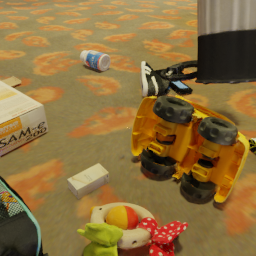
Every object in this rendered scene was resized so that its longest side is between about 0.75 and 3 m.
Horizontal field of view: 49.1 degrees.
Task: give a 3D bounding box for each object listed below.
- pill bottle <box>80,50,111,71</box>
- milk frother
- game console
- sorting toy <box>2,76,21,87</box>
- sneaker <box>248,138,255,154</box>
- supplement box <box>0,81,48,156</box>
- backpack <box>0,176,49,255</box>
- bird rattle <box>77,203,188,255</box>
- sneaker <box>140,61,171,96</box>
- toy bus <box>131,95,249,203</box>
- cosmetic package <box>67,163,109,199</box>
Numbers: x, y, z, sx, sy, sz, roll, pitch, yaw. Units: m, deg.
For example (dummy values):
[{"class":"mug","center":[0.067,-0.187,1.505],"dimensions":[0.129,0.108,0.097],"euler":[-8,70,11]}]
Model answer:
[{"class":"pill bottle","center":[-1.494,-3.061,12.546],"dimensions":[1.320,0.741,0.741],"euler":[23,41,32]},{"class":"milk frother","center":[2.053,-2.537,7.242],"dimensions":[2.867,2.697,2.588],"euler":[2,12,23]},{"class":"game console","center":[1.900,-1.921,11.325],"dimensions":[1.258,0.257,2.134],"euler":[-14,38,-19]},{"class":"sorting toy","center":[-4.804,-1.778,11.240],"dimensions":[0.758,0.149,0.819],"euler":[28,48,34]},{"class":"sneaker","center":[3.813,0.628,7.475],"dimensions":[0.483,0.477,1.264],"euler":[-13,39,-18]},{"class":"supplement box","center":[-3.948,-0.423,8.519],"dimensions":[2.678,0.985,1.688],"euler":[27,43,33]},{"class":"backpack","center":[-2.630,1.702,4.181],"dimensions":[2.138,2.451,2.789],"euler":[-12,33,-32]},{"class":"bird rattle","center":[0.026,1.854,5.327],"dimensions":[1.983,1.117,1.617],"euler":[-8,19,-17]},{"class":"sneaker","center":[1.077,-1.883,10.945],"dimensions":[1.157,0.756,2.068],"euler":[2,43,-3]},{"class":"toy bus","center":[1.830,0.264,7.139],"dimensions":[2.697,1.830,2.589],"euler":[29,28,31]},{"class":"cosmetic package","center":[-0.938,1.256,6.698],"dimensions":[0.895,0.327,0.463],"euler":[-25,42,-33]}]
